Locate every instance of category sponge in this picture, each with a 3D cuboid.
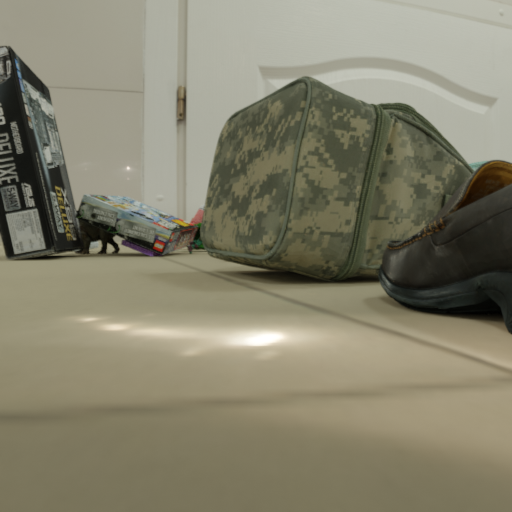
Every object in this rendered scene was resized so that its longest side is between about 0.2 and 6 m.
[{"bbox_3d":[-2.277,-0.152,11.175,0.756,0.113,0.422,20,7,18],"label":"sponge"}]

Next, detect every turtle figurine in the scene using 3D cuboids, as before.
[{"bbox_3d":[-1.131,-0.319,12.795,0.857,0.431,0.641,-18,6,14],"label":"turtle figurine"}]

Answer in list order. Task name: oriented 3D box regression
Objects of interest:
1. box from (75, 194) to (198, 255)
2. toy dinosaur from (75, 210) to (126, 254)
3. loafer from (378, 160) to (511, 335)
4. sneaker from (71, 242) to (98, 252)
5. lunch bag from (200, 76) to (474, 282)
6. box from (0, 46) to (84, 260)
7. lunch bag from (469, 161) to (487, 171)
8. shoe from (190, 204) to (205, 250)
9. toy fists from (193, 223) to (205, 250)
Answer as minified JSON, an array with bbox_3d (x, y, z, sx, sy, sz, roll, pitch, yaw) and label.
[{"bbox_3d":[-2.448,-0.718,12.138,1.899,0.553,2.774,22,6,3],"label":"box"},{"bbox_3d":[-3.686,-0.586,13.016,2.139,1.094,0.823,-2,2,-15],"label":"toy dinosaur"},{"bbox_3d":[1.162,-0.076,2.593,0.740,0.735,2.032,-1,1,-14],"label":"loafer"},{"bbox_3d":[-5.226,-0.451,14.999,1.934,0.685,0.706,-1,2,-18],"label":"sneaker"},{"bbox_3d":[0.724,-0.553,5.497,1.990,1.653,2.372,14,-4,-22],"label":"lunch bag"},{"bbox_3d":[-4.164,-1.678,10.322,0.854,3.433,2.707,-12,3,-6],"label":"box"},{"bbox_3d":[5.327,-1.747,15.641,2.853,1.100,2.288,-16,-14,23],"label":"lunch bag"},{"bbox_3d":[-1.915,-0.653,18.039,0.882,1.123,2.470,40,-23,9],"label":"shoe"},{"bbox_3d":[-0.991,-0.548,15.384,2.398,0.825,1.223,-1,-4,-25],"label":"toy fists"}]
